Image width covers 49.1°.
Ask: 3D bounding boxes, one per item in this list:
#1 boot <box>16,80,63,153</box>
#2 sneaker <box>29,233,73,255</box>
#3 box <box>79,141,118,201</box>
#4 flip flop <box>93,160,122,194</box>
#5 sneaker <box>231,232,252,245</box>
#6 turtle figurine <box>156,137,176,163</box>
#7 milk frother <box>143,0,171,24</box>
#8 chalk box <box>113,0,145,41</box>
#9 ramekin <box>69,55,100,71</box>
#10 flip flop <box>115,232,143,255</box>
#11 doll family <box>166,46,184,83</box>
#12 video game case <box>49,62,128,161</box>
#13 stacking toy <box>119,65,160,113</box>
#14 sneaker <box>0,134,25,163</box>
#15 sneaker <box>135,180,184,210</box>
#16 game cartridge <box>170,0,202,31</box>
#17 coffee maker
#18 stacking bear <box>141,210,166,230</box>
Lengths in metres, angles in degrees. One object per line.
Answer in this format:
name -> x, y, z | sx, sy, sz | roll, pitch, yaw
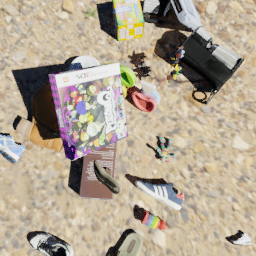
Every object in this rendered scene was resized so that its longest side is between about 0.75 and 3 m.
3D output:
boot -> -2.991, -0.444, 11.212 | 2.010, 0.957, 2.598 | 25, 87, 8
sneaker -> -2.780, 4.201, 9.962 | 1.691, 0.741, 0.640 | 14, 76, 6
box -> -1.065, 1.483, 10.665 | 1.222, 0.914, 2.440 | 4, 73, 1
flip flop -> -0.469, 1.120, 6.553 | 0.307, 0.432, 1.065 | -27, 46, -34
sneaker -> 4.133, 4.060, 10.275 | 0.768, 0.290, 0.442 | 3, 65, -7
turtle figurine -> 1.442, 0.921, 10.999 | 0.819, 0.551, 1.094 | 18, 58, -11
milk frother -> 1.293, -5.379, 12.429 | 1.196, 1.271, 1.148 | 8, 78, 3
chalk box -> -0.045, -5.032, 12.371 | 1.177, 1.183, 1.901 | -10, 73, -3
ramekin -> -1.793, -2.374, 11.850 | 1.511, 0.704, 1.511 | 0, 73, 1
flip flop -> -0.127, 4.769, 9.847 | 0.893, 0.634, 2.203 | 26, 76, 7
doll family -> 1.764, -2.323, 10.357 | 0.538, 0.793, 1.372 | 11, 112, 21
video game case -> -1.121, -0.602, 8.929 | 2.394, 0.473, 2.641 | -21, 112, -38
stacking toy -> 0.387, -1.754, 11.091 | 2.197, 1.989, 0.928 | 31, 65, 10
sneaker -> -4.966, 0.591, 11.095 | 1.957, 0.741, 0.754 | 35, 57, 8
sneaker -> 1.217, 2.300, 10.555 | 1.929, 0.723, 0.815 | 29, 74, 0
game cartridge -> 2.410, -5.488, 12.327 | 0.527, 1.690, 2.538 | -26, 75, 31
coffee maker -> 3.133, -2.648, 11.487 | 2.345, 1.579, 2.252 | 41, 79, 12
stacking bear -> 0.981, 3.466, 10.322 | 0.904, 0.549, 0.514 | 24, 85, -1
